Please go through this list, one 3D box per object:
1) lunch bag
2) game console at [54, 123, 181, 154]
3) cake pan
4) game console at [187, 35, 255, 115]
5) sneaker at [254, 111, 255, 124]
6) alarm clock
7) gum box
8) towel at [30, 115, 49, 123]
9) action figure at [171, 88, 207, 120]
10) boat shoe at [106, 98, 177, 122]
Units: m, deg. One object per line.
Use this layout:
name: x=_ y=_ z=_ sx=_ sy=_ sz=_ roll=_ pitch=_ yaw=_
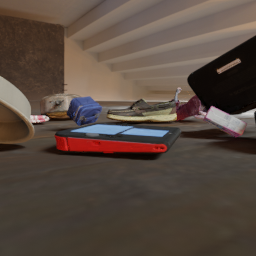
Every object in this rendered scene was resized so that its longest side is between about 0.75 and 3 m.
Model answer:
lunch bag: x=-1.205 y=-0.456 z=7.795 sx=0.610 sy=0.627 sz=0.922 roll=39 pitch=33 yaw=24
game console: x=-0.081 y=0.138 z=5.715 sx=2.125 sy=0.373 sz=2.403 roll=-1 pitch=6 yaw=16
cake pan: x=-2.942 y=-0.454 z=4.985 sx=2.651 sy=0.486 sz=2.651 roll=8 pitch=-25 yaw=4
game console: x=3.084 y=-1.201 z=6.962 sx=2.356 sy=2.072 sz=1.371 roll=-28 pitch=15 yaw=46
sneaker: x=3.121 y=-0.179 z=5.519 sx=0.952 sy=0.861 sz=2.234 roll=-10 pitch=0 yaw=18
alarm clock: x=-2.685 y=-0.932 z=11.313 sx=1.769 sy=0.873 sz=2.623 roll=-5 pitch=-2 yaw=-5
gum box: x=2.293 y=-0.126 z=6.616 sx=0.946 sy=0.313 sz=0.537 roll=29 pitch=-2 yaw=11
towel: x=-3.991 y=-0.329 z=9.852 sx=2.140 sy=0.320 sz=1.566 roll=-4 pitch=6 yaw=-29
action figure: x=2.404 y=-0.649 z=10.921 sx=1.475 sy=1.640 sz=2.202 roll=27 pitch=-36 yaw=-37
boat shoe: x=0.504 y=-0.651 z=10.179 sx=2.602 sy=0.843 sz=0.953 roll=-1 pitch=5 yaw=-15
